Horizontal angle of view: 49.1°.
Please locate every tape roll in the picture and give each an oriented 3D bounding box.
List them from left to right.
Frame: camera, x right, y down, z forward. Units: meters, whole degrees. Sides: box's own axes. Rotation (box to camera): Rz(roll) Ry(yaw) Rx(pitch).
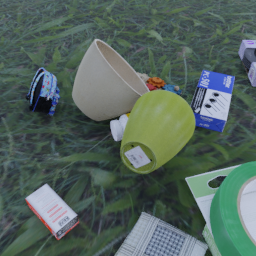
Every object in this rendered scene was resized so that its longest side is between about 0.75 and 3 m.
[{"bbox_3d":[3.181,2.023,5.808,2.833,0.681,2.833,5,47,-5],"label":"tape roll"}]

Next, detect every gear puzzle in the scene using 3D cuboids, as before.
[{"bbox_3d":[0.580,-1.738,10.277,2.813,0.368,1.457,27,40,18],"label":"gear puzzle"}]

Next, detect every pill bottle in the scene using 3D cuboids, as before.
[{"bbox_3d":[0.253,-0.089,8.569,1.480,0.832,0.832,-15,46,-16],"label":"pill bottle"}]

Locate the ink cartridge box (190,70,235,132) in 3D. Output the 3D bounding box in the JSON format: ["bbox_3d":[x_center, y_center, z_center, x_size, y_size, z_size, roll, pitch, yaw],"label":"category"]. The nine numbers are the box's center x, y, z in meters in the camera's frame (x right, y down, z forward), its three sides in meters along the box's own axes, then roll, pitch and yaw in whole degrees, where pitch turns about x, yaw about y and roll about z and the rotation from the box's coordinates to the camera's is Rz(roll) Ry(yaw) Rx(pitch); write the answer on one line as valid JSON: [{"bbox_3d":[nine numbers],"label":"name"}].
[{"bbox_3d":[2.907,-1.026,9.721,1.200,0.565,2.553,15,46,14],"label":"ink cartridge box"}]

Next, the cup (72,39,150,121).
[{"bbox_3d":[-0.709,-1.249,8.862,1.773,2.480,2.480,-42,44,18],"label":"cup"}]

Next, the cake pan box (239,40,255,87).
[{"bbox_3d":[6.059,-2.598,11.230,2.854,0.746,2.628,4,42,4],"label":"cake pan box"}]

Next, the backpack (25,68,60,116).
[{"bbox_3d":[-2.707,-1.229,9.145,0.888,1.320,1.205,13,20,-31],"label":"backpack"}]

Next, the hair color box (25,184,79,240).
[{"bbox_3d":[-1.834,1.991,6.762,0.643,0.388,1.266,-35,53,-31],"label":"hair color box"}]

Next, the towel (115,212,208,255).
[{"bbox_3d":[0.620,2.825,5.969,1.720,0.309,1.787,23,50,22],"label":"towel"}]

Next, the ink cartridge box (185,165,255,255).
[{"bbox_3d":[2.558,2.106,6.499,1.769,0.583,2.431,-11,45,-11],"label":"ink cartridge box"}]

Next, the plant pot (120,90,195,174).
[{"bbox_3d":[0.588,0.233,6.879,1.756,1.756,1.877,17,35,17],"label":"plant pot"}]
